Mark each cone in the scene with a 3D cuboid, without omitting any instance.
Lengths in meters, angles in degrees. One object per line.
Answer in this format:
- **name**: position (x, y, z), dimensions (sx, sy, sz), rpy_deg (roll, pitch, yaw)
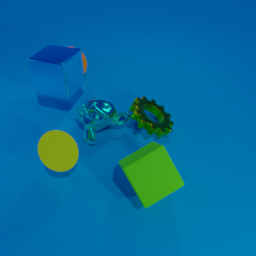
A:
- **cone**: position (-1.923, 0.701, 6.951), dimensions (1.024, 1.027, 1.024), rpy_deg (18, 59, -33)
- **cone**: position (-2.101, -2.327, 10.302), dimensions (1.176, 1.176, 1.180), rpy_deg (-7, 11, -7)

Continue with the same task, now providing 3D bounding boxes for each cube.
- **cube**: position (0.497, 1.024, 6.442), dimensions (1.017, 1.017, 1.017), rpy_deg (-30, 96, -5)
- **cube**: position (-2.094, -1.700, 8.408), dimensions (1.146, 1.146, 1.146), rpy_deg (10, 39, 15)

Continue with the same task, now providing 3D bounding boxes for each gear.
- **gear**: position (0.705, -0.346, 8.288), dimensions (1.396, 0.258, 1.396), rpy_deg (23, 39, -20)

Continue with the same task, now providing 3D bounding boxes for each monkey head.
- **monkey head**: position (-0.894, -0.213, 8.271), dimensions (1.804, 1.298, 1.087), rpy_deg (9, 10, 29)
